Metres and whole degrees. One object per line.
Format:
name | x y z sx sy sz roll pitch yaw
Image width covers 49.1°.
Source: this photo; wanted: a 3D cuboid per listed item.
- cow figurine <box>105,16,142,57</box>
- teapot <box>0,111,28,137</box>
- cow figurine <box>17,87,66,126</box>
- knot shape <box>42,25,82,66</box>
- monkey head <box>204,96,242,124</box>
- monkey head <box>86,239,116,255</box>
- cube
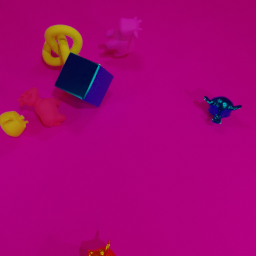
cow figurine | -0.055 -3.058 9.458 1.461 1.485 0.815 -8 73 23
teapot | -3.351 -0.158 8.302 0.616 1.259 0.783 -33 84 -1
cow figurine | -2.618 -0.609 8.462 1.250 0.697 1.270 -4 64 -50
knot shape | -2.113 -2.483 9.386 0.847 1.833 1.715 -40 107 -32
monkey head | 2.857 -0.578 8.679 1.172 0.707 0.843 17 44 14
monkey head | -0.597 3.167 6.294 0.755 0.901 1.253 -5 103 1
cube | -1.341 -1.476 8.748 1.152 1.152 1.152 27 92 20
